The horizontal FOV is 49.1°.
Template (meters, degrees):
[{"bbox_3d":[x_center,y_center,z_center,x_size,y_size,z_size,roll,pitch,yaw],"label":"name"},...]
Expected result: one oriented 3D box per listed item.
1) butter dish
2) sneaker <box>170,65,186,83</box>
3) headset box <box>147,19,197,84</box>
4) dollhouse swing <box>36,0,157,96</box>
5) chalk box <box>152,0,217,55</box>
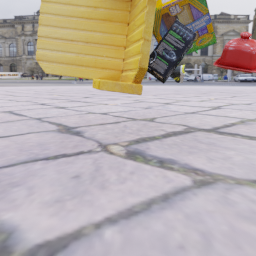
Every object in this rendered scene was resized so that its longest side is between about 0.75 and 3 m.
[{"bbox_3d":[2.940,-1.989,7.147,1.193,0.884,1.196,18,38,31],"label":"butter dish"},{"bbox_3d":[1.682,-1.909,9.751,0.558,0.491,1.319,5,-7,5],"label":"sneaker"},{"bbox_3d":[0.884,-1.565,5.812,0.522,1.126,0.981,38,7,4],"label":"headset box"},{"bbox_3d":[-0.807,-2.064,5.690,2.164,2.462,2.237,6,8,-12],"label":"dollhouse swing"},{"bbox_3d":[1.273,-2.649,6.801,1.327,1.334,2.144,-17,-32,18],"label":"chalk box"}]
